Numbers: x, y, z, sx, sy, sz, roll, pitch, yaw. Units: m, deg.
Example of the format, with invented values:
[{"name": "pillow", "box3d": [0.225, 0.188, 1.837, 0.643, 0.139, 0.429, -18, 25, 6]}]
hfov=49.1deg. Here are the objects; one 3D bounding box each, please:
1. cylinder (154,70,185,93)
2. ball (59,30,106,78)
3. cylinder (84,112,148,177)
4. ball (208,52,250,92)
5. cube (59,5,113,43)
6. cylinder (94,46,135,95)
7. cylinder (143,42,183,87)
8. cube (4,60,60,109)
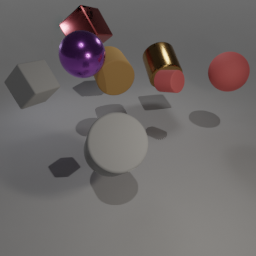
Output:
[{"name": "cylinder", "box3d": [1.301, -1.474, 8.828, 0.700, 0.700, 0.700, -27, 27, -37]}, {"name": "ball", "box3d": [-1.373, -2.209, 8.435, 1.400, 1.400, 1.400, 0, 32, 0]}, {"name": "cylinder", "box3d": [-0.352, 0.459, 6.902, 1.400, 1.400, 1.400, -9, -11, -14]}, {"name": "ball", "box3d": [3.587, -2.004, 10.005, 1.400, 1.400, 1.400, 0, 32, 0]}, {"name": "cube", "box3d": [-1.804, -4.258, 12.197, 1.400, 1.400, 1.400, -29, 2, 30]}, {"name": "cylinder", "box3d": [-0.613, -2.150, 10.473, 1.400, 1.400, 1.400, -9, 37, -14]}, {"name": "cylinder", "box3d": [1.440, -2.640, 11.842, 1.400, 1.400, 1.400, -7, 58, -11]}, {"name": "cube", "box3d": [-2.025, -0.930, 5.945, 0.700, 0.700, 0.700, -32, 0, 39]}]
